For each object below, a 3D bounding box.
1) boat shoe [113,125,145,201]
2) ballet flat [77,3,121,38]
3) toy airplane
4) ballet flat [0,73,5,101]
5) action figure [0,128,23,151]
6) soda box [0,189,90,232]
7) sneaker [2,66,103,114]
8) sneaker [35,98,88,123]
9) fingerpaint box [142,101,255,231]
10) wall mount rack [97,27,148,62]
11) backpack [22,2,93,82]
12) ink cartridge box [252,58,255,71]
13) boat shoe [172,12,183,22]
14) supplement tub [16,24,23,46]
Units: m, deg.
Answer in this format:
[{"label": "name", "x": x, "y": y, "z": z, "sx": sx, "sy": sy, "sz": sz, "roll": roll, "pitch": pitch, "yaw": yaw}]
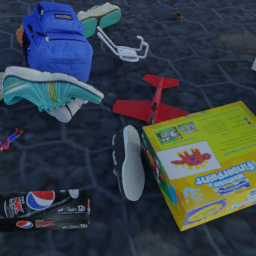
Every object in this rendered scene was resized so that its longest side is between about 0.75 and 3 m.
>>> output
[{"label": "boat shoe", "x": -0.068, "y": 0.842, "z": 6.715, "sx": 0.591, "sy": 0.723, "sz": 1.958, "roll": -28, "pitch": 50, "yaw": 31}, {"label": "ballet flat", "x": -1.459, "y": -4.220, "z": 10.987, "sx": 0.907, "sy": 0.981, "sz": 2.908, "roll": 39, "pitch": 49, "yaw": 15}, {"label": "toy airplane", "x": 0.875, "y": -0.796, "z": 8.281, "sx": 2.460, "sy": 0.452, "sz": 2.460, "roll": 1, "pitch": 49, "yaw": -1}, {"label": "ballet flat", "x": -4.386, "y": -0.959, "z": 8.119, "sx": 0.983, "sy": 0.909, "sz": 2.916, "roll": 19, "pitch": 51, "yaw": 16}, {"label": "action figure", "x": -3.159, "y": 0.261, "z": 7.409, "sx": 0.252, "sy": 0.382, "sz": 0.772, "roll": 19, "pitch": 53, "yaw": 16}, {"label": "soda box", "x": -1.764, "y": 1.733, "z": 5.873, "sx": 1.892, "sy": 0.669, "sz": 0.599, "roll": -2, "pitch": 46, "yaw": -3}, {"label": "sneaker", "x": -1.996, "y": -0.903, "z": 7.501, "sx": 2.700, "sy": 1.046, "sz": 1.075, "roll": 8, "pitch": 87, "yaw": 2}, {"label": "sneaker", "x": -2.103, "y": -0.980, "z": 8.303, "sx": 1.881, "sy": 0.707, "sz": 1.081, "roll": 34, "pitch": 56, "yaw": 20}, {"label": "fingerpaint box", "x": 1.993, "y": 0.749, "z": 6.517, "sx": 2.746, "sy": 1.007, "sz": 2.291, "roll": -16, "pitch": 50, "yaw": -13}, {"label": "wall mount rack", "x": -0.244, "y": -2.838, "z": 9.448, "sx": 1.682, "sy": 0.722, "sz": 1.936, "roll": 6, "pitch": 27, "yaw": -10}, {"label": "backpack", "x": -2.212, "y": -2.546, "z": 8.673, "sx": 1.966, "sy": 2.031, "sz": 2.420, "roll": -9, "pitch": 52, "yaw": -24}, {"label": "ink cartridge box", "x": 5.423, "y": -2.365, "z": 8.999, "sx": 1.969, "sy": 1.438, "sz": 1.445, "roll": 35, "pitch": 58, "yaw": 27}, {"label": "boat shoe", "x": 2.132, "y": -4.837, "z": 12.005, "sx": 0.276, "sy": 0.261, "sz": 0.768, "roll": -20, "pitch": 51, "yaw": -17}, {"label": "supplement tub", "x": -3.157, "y": -3.624, "z": 10.371, "sx": 1.087, "sy": 1.087, "sz": 1.775, "roll": 26, "pitch": 52, "yaw": 22}]
